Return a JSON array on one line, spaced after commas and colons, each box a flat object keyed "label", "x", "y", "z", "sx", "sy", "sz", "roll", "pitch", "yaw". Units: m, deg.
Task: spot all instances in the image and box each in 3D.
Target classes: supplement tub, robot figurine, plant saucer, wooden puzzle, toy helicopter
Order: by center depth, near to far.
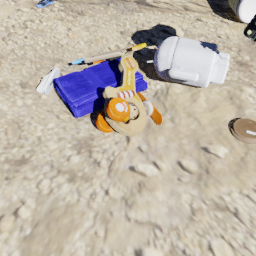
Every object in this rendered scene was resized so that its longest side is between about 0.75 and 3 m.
[{"label": "plant saucer", "x": 3.587, "y": 0.054, "z": 8.381, "sx": 1.012, "sy": 0.149, "sz": 1.012, "roll": 1, "pitch": 47, "yaw": -1}, {"label": "toy helicopter", "x": 0.115, "y": -1.040, "z": 8.646, "sx": 1.845, "sy": 1.100, "sz": 2.789, "roll": 13, "pitch": 61, "yaw": -22}, {"label": "robot figurine", "x": 2.056, "y": -2.266, "z": 9.638, "sx": 2.663, "sy": 1.504, "sz": 2.259, "roll": 15, "pitch": 37, "yaw": 13}, {"label": "wooden puzzle", "x": -0.673, "y": -2.666, "z": 10.340, "sx": 2.466, "sy": 0.288, "sz": 1.664, "roll": -4, "pitch": 21, "yaw": 25}, {"label": "supplement tub", "x": 5.648, "y": -6.061, "z": 13.260, "sx": 1.475, "sy": 1.475, "sz": 2.034, "roll": -2, "pitch": 47, "yaw": -2}]

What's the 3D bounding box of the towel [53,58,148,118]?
[{"label": "towel", "x": -0.962, "y": -1.555, "z": 9.522, "sx": 2.793, "sy": 0.692, "sz": 2.062, "roll": -24, "pitch": 52, "yaw": -21}]

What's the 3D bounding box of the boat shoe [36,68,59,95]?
[{"label": "boat shoe", "x": -2.825, "y": -1.686, "z": 9.851, "sx": 0.448, "sy": 0.455, "sz": 1.283, "roll": 12, "pitch": 54, "yaw": 7}]

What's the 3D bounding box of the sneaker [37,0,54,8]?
[{"label": "sneaker", "x": -4.307, "y": -6.591, "z": 14.497, "sx": 0.380, "sy": 0.422, "sz": 1.083, "roll": 30, "pitch": 53, "yaw": 25}]

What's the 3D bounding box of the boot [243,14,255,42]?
[{"label": "boot", "x": 3.709, "y": -2.849, "z": 6.629, "sx": 0.974, "sy": 2.038, "sz": 2.699, "roll": 37, "pitch": 36, "yaw": 4}]
